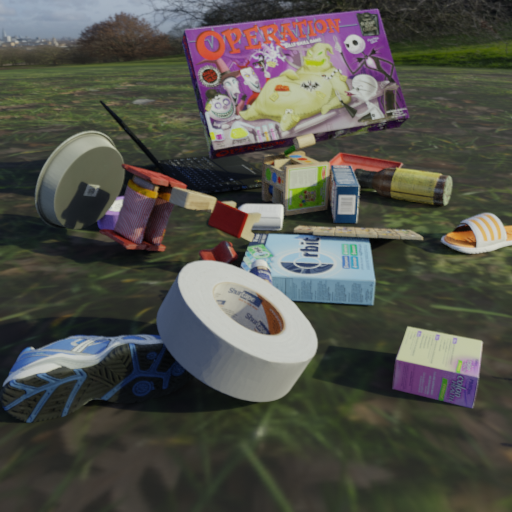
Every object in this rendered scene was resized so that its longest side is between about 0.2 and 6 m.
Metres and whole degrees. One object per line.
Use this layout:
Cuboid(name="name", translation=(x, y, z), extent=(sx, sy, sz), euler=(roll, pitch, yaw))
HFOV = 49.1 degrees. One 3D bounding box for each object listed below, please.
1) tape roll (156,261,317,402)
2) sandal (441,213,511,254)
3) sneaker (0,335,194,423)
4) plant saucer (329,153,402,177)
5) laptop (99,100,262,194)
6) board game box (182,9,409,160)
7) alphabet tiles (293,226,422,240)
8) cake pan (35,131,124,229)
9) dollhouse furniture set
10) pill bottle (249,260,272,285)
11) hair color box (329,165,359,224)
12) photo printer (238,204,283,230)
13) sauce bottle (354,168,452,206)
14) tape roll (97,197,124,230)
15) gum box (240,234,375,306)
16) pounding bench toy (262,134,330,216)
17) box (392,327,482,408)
Cuboid(name="tape roll", translation=(-0.210, 0.829, 6.568), extent=(1.824, 0.603, 1.824), euler=(25, 23, -12))
Cuboid(name="sandal", translation=(4.472, -0.534, 10.636), extent=(2.148, 0.615, 0.823), euler=(-9, 25, -19))
Cuboid(name="sneaker", translation=(-1.720, 1.195, 6.426), extent=(2.207, 0.835, 0.850), euler=(-5, 28, -15))
Cuboid(name="plant saucer", translation=(2.830, -2.252, 14.809), extent=(1.777, 0.327, 1.780), euler=(13, 26, 18))
Cuboid(name="laptop", translation=(-1.795, -2.927, 14.449), extent=(3.779, 1.952, 3.349), euler=(-9, 26, -20))
Cuboid(name="board game box", translation=(0.924, -3.921, 12.556), extent=(4.654, 2.793, 0.752), euler=(-13, -11, -14))
Cuboid(name="alphabet tiles", translation=(1.846, -0.450, 10.448), extent=(2.224, 0.084, 1.859), euler=(4, 7, 9))
Cuboid(name="cake pan", translation=(-3.175, -1.320, 10.389), extent=(0.363, 1.977, 1.977), euler=(31, 34, 19))
Cuboid(name="dollhouse furniture set", translation=(-1.337, -0.536, 9.571), extent=(2.499, 1.345, 1.016), euler=(25, 10, 31))
Cuboid(name="pill bottle", translation=(0.061, 0.334, 8.143), extent=(0.333, 0.333, 0.600), euler=(-2, 39, -3))
Cuboid(name="hair color box", translation=(1.901, -1.380, 12.280), extent=(0.509, 0.842, 1.683), euler=(2, 23, 3))
Cuboid(name="photo printer", translation=(0.051, -0.806, 11.593), extent=(0.998, 0.347, 0.830), euler=(1, 25, 4))
Cuboid(name="sauce bottle", translation=(3.375, -1.698, 13.153), extent=(2.283, 0.739, 0.739), euler=(15, 28, 29))
Cuboid(name="tape roll", translation=(-2.693, -0.880, 11.653), extent=(1.222, 0.401, 1.222), euler=(-3, 24, 1))
Cuboid(name="gum box", translation=(0.844, 0.173, 9.223), extent=(2.078, 0.463, 1.765), euler=(3, 24, 6))
Cuboid(name="pounding bench toy", translation=(0.833, -1.974, 12.538), extent=(1.074, 1.728, 1.348), euler=(-11, 26, -23))
Cuboid(name="box", translation=(2.168, 1.302, 6.678), extent=(0.909, 0.440, 0.800), euler=(9, 25, 21))
